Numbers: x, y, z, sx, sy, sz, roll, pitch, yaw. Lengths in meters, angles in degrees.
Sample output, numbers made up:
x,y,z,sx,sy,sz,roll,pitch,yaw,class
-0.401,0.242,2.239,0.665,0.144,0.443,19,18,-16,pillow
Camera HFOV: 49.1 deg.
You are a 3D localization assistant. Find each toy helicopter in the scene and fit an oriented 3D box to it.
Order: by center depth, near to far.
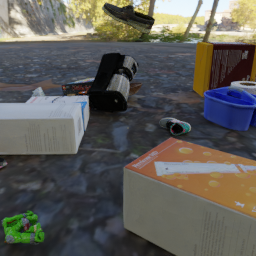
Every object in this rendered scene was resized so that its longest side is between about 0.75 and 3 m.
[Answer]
x,y,z,sx,sy,sz,roll,pitch,yaw,class
-1.983,-1.348,12.436,1.906,0.752,1.261,15,25,43,toy helicopter

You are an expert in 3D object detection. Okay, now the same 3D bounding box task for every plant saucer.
x,y,z,sx,sy,sz,roll,pitch,yaw,class
-0.424,-1.745,13.395,2.331,0.426,2.331,-10,15,3,plant saucer

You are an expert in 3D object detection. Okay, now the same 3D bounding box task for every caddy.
x,y,z,sx,sy,sz,roll,pitch,yaw,class
3.949,-0.878,10.384,1.757,1.305,2.486,-12,24,-26,caddy

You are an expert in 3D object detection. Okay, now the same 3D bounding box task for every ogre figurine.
x,y,z,sx,sy,sz,roll,pitch,yaw,class
-1.844,1.723,4.852,0.580,0.474,0.967,1,30,-31,ogre figurine

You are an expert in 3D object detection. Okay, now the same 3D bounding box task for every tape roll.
x,y,z,sx,sy,sz,roll,pitch,yaw,class
5.209,-1.459,12.330,1.408,0.966,1.408,0,22,0,tape roll

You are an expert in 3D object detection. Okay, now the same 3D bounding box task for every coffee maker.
x,y,z,sx,sy,sz,roll,pitch,yaw,class
-0.847,-1.969,11.603,2.188,1.534,2.277,15,56,-1,coffee maker

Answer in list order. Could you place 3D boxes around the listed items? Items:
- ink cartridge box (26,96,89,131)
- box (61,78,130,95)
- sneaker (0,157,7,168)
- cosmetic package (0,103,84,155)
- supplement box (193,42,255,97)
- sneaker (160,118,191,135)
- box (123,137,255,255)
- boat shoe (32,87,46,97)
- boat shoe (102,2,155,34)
x,y,z,sx,sy,sz,roll,pitch,yaw,class
-2.531,-0.530,10.021,2.148,0.922,1.573,0,21,-3,ink cartridge box
-1.632,-2.180,14.024,2.837,0.535,1.938,1,19,35,box
-3.640,0.744,7.283,1.111,0.530,0.439,10,22,21,sneaker
-2.891,-0.024,8.404,2.872,1.165,1.621,-1,21,0,cosmetic package
4.829,-2.950,14.003,2.550,2.515,1.693,-1,21,-3,supplement box
1.491,-0.044,9.448,1.108,0.463,0.669,13,15,27,sneaker
1.451,1.300,4.749,2.671,1.302,1.661,15,26,34,box
-4.139,-1.414,12.951,0.589,0.577,1.653,-28,30,-9,boat shoe
0.059,-4.033,9.920,1.959,0.644,0.700,19,41,-20,boat shoe
